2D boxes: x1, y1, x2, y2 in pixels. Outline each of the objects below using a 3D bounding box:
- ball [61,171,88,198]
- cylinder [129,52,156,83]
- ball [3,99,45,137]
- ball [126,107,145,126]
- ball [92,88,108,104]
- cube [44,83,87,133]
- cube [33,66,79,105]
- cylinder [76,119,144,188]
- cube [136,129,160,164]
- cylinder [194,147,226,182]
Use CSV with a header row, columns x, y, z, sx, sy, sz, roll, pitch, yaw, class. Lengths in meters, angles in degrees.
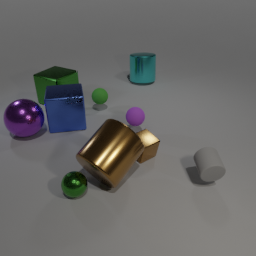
x,y,z,sx,sy,sz,roll,pitch,yaw,class
-1.441,1.512,7.532,0.700,0.700,0.700,0,30,0,ball
0.789,-3.242,15.020,1.400,1.400,1.400,-1,23,0,cylinder
-3.745,-0.358,10.127,1.400,1.400,1.400,0,30,0,ball
0.266,-0.414,10.139,0.700,0.700,0.700,0,30,0,ball
-1.199,-1.355,11.941,0.700,0.700,0.700,0,30,0,ball
-2.404,-0.796,10.870,1.400,1.400,1.400,-6,30,-10,cube
-3.183,-1.857,12.697,1.400,1.400,1.400,17,35,26,cube
-0.488,0.700,7.810,1.400,1.400,1.400,23,64,35,cylinder
0.497,0.576,9.047,0.700,0.700,0.700,-22,50,-33,cube
2.245,1.005,7.747,0.700,0.700,0.700,-3,42,-5,cylinder
